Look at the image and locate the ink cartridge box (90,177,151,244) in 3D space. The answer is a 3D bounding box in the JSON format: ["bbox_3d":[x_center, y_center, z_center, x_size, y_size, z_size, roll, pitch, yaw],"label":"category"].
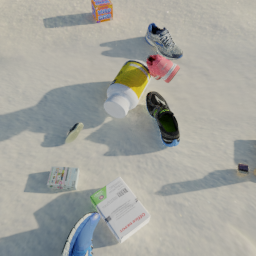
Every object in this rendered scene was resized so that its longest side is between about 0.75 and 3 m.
[{"bbox_3d":[-0.244,2.510,8.643,1.162,0.671,1.597,-31,61,-20],"label":"ink cartridge box"}]

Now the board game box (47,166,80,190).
[{"bbox_3d":[-2.167,1.688,9.444,0.949,0.305,0.700,4,55,1],"label":"board game box"}]

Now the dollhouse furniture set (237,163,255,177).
[{"bbox_3d":[4.634,0.660,9.507,1.518,1.359,1.915,10,56,7],"label":"dollhouse furniture set"}]

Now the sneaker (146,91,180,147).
[{"bbox_3d":[1.371,-0.495,10.507,0.880,1.028,2.481,-13,56,-11],"label":"sneaker"}]

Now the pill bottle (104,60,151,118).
[{"bbox_3d":[-0.042,-1.531,11.067,1.289,1.289,2.302,20,57,13],"label":"pill bottle"}]

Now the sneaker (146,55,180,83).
[{"bbox_3d":[1.069,-2.299,10.021,0.995,2.294,0.846,36,96,-17],"label":"sneaker"}]

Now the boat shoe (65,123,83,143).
[{"bbox_3d":[-2.018,0.172,10.385,0.287,0.344,0.923,18,67,47],"label":"boat shoe"}]

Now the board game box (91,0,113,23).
[{"bbox_3d":[-1.340,-6.152,14.497,0.900,0.900,0.901,-16,57,-12],"label":"board game box"}]

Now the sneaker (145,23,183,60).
[{"bbox_3d":[1.636,-4.043,12.982,0.905,1.001,2.349,-35,63,-21],"label":"sneaker"}]

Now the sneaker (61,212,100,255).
[{"bbox_3d":[-1.253,3.678,7.749,1.199,1.056,2.689,18,65,4],"label":"sneaker"}]
